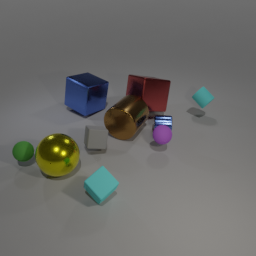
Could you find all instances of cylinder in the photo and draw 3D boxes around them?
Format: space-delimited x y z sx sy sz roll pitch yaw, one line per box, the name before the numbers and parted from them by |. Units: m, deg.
cylinder | -0.044 -0.448 11.268 1.400 1.400 1.400 13 33 22
cylinder | 1.431 -0.172 11.494 0.700 0.700 0.700 2 30 3
cylinder | 3.290 -1.333 12.282 0.700 0.700 0.700 49 46 8

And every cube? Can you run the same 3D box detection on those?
cube | -0.775 1.641 8.022 0.700 0.700 0.700 -40 77 -25
cube | -1.921 -1.600 12.944 1.400 1.400 1.400 28 33 27
cube | 0.851 -1.558 12.492 1.400 1.400 1.400 0 15 -31
cube | -1.168 0.329 10.161 0.700 0.700 0.700 4 11 -21

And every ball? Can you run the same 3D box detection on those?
ball | 1.234 0.243 10.064 0.700 0.700 0.700 0 30 0
ball | -2.263 0.864 9.039 1.400 1.400 1.400 0 30 0
ball | -3.534 0.790 9.461 0.700 0.700 0.700 0 30 0
